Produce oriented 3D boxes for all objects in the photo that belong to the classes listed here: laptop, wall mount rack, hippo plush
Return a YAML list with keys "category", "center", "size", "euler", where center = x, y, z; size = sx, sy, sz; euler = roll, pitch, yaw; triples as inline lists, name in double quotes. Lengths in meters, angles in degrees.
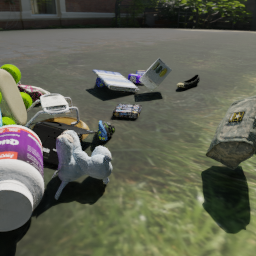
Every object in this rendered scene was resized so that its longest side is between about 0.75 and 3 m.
- category: "laptop"
  center: [-2.274, 0.473, 9.245]
  size: [1.717, 1.000, 1.937]
  euler: [13, 60, 19]
- category: "wall mount rack"
  center: [-3.142, -0.510, 10.569]
  size: [2.341, 1.005, 2.694]
  euler: [-10, 22, -17]
- category: "hippo plush"
  center: [-1.117, 0.802, 7.436]
  size: [1.402, 1.389, 1.744]
  euler: [0, 24, 1]

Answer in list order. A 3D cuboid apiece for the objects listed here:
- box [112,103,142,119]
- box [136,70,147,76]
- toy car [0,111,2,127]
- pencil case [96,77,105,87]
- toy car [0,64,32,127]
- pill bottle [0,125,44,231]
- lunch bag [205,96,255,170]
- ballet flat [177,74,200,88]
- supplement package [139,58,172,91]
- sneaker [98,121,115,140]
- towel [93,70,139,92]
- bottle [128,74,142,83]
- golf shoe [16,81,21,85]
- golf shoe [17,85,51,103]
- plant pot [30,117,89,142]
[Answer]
- category: "box"
  center: [-0.026, -0.751, 12.109]
  size: [1.104, 0.274, 1.096]
  euler: [4, 26, 9]
- category: "box"
  center: [1.069, -3.368, 17.723]
  size: [1.172, 0.313, 1.934]
  euler: [1, 24, 3]
- category: "toy car"
  center: [-4.437, 0.904, 7.089]
  size: [2.486, 2.385, 2.697]
  euler: [-8, 54, -18]
- category: "pencil case"
  center: [-1.505, -2.847, 16.191]
  size: [0.585, 0.652, 1.500]
  euler: [-21, 22, 11]
- category: "toy car"
  center: [-5.436, -0.776, 10.175]
  size: [2.967, 2.341, 2.437]
  euler: [-10, 31, 5]
- category: "pill bottle"
  center: [-2.798, 1.081, 6.658]
  size: [1.518, 1.518, 2.699]
  euler: [-7, 26, -15]
- category: "lunch bag"
  center: [3.057, 0.084, 7.684]
  size: [1.087, 1.848, 1.516]
  euler: [28, 66, 8]
- category: "ballet flat"
  center: [3.355, -2.600, 15.750]
  size: [0.647, 0.553, 1.948]
  euler: [22, 33, 39]
- category: "supplement package"
  center: [1.431, -2.781, 14.667]
  size: [1.262, 0.958, 0.951]
  euler: [-50, 6, -18]
- category: "sneaker"
  center: [-0.754, 0.051, 9.940]
  size: [0.619, 0.530, 1.494]
  euler: [4, 13, -7]
- category: "towel"
  center: [-0.722, -2.576, 15.252]
  size: [1.821, 0.295, 2.479]
  euler: [2, 28, -31]
- category: "bottle"
  center: [0.535, -2.883, 16.460]
  size: [1.128, 0.471, 0.368]
  euler: [15, 31, 31]
- category: "golf shoe"
  center: [-6.654, -2.201, 14.990]
  size: [1.862, 0.729, 0.905]
  euler: [0, 41, 13]
- category: "golf shoe"
  center: [-4.734, -1.687, 13.701]
  size: [1.936, 0.703, 0.892]
  euler: [17, 25, 15]
- category: "plant pot"
  center: [-2.561, 0.058, 10.329]
  size: [2.259, 0.310, 2.259]
  euler: [1, 24, 0]
